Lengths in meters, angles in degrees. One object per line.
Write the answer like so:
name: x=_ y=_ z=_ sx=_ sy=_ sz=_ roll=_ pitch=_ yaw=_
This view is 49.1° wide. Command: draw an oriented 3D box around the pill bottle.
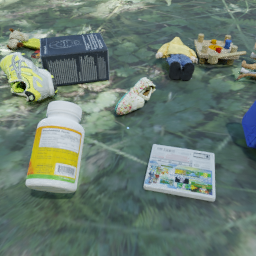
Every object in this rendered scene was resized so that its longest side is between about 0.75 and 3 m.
pill bottle: x=-1.297 y=0.348 z=5.229 sx=0.887 sy=0.887 sz=1.598 roll=3 pitch=69 yaw=4

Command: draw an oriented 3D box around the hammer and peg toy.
hammer and peg toy: x=3.231 y=-2.697 z=10.052 sx=1.476 sy=0.708 sz=2.007 roll=3 pitch=39 yaw=1

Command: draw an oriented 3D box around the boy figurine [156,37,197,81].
boy figurine: x=1.655 y=-2.511 z=9.769 sx=1.424 sy=0.738 sz=2.290 roll=4 pitch=37 yaw=-4

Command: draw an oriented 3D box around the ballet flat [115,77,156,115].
ballet flat: x=0.287 y=-0.890 z=7.849 sx=0.565 sy=0.669 sz=1.769 roll=27 pitch=47 yaw=13

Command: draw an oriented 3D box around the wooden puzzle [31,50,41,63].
wooden puzzle: x=-2.938 y=-2.891 z=10.745 sx=1.085 sy=0.129 sz=1.830 roll=14 pitch=40 yaw=17

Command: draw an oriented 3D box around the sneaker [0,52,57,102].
sneaker: x=-3.240 y=-1.571 z=8.430 sx=2.535 sy=0.956 sz=0.969 roll=28 pitch=46 yaw=33

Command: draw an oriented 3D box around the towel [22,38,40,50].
towel: x=-3.425 y=-3.291 z=11.123 sx=1.941 sy=0.175 sz=0.836 roll=19 pitch=39 yaw=30

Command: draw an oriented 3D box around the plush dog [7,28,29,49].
plush dog: x=-4.463 y=-3.456 z=11.074 sx=0.851 sy=0.683 sz=0.731 roll=-7 pitch=66 yaw=19

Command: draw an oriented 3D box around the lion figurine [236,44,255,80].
lion figurine: x=4.725 y=-2.073 z=9.281 sx=1.556 sy=0.921 sz=2.540 roll=29 pitch=60 yaw=21

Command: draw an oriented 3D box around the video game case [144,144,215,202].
video game case: x=1.121 y=0.901 z=5.946 sx=1.392 sy=0.153 sz=1.269 roll=9 pitch=39 yaw=9

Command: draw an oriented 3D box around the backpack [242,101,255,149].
backpack: x=3.610 y=0.041 z=6.145 sx=1.667 sy=1.355 sz=1.399 roll=4 pitch=60 yaw=-6

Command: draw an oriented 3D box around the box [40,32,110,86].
box: x=-1.749 y=-2.262 z=9.160 sx=2.053 sy=1.099 sz=1.523 roll=-8 pitch=39 yaw=-11
